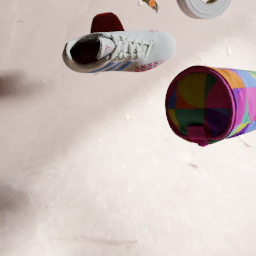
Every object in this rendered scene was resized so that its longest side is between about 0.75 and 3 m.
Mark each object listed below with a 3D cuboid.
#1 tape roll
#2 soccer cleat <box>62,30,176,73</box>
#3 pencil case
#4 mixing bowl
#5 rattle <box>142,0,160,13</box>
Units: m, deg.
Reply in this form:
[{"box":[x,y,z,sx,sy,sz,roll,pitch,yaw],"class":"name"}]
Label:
[{"box":[2.127,-3.832,7.729,1.592,1.592,0.557,-17,24,-11],"class":"tape roll"},{"box":[-0.151,-1.734,6.378,2.701,1.166,0.944,-10,92,-3],"class":"soccer cleat"},{"box":[1.943,-0.406,4.888,2.949,1.303,1.303,-6,50,-42],"class":"pencil case"},{"box":[-0.671,-3.161,8.534,1.118,0.605,1.118,-6,32,4],"class":"mixing bowl"},{"box":[0.750,-3.503,7.275,0.841,0.766,1.177,-32,22,7],"class":"rattle"}]
